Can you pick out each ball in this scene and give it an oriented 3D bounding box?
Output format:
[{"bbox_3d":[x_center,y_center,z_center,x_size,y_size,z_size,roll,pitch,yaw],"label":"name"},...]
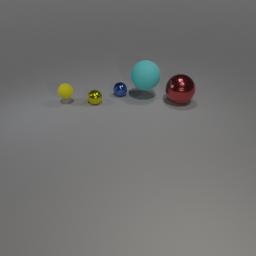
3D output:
[{"bbox_3d":[2.464,-1.834,13.198,1.400,1.400,1.400,0,32,0],"label":"ball"},{"bbox_3d":[-2.925,-1.724,13.106,0.700,0.700,0.700,0,32,0],"label":"ball"},{"bbox_3d":[0.839,-2.502,13.357,1.400,1.400,1.400,0,32,0],"label":"ball"},{"bbox_3d":[-0.392,-1.948,14.042,0.700,0.700,0.700,0,32,0],"label":"ball"},{"bbox_3d":[-1.575,-1.466,13.309,0.700,0.700,0.700,0,32,0],"label":"ball"}]
